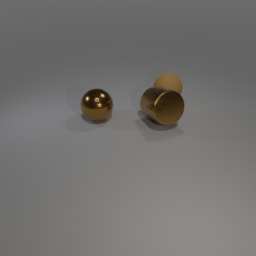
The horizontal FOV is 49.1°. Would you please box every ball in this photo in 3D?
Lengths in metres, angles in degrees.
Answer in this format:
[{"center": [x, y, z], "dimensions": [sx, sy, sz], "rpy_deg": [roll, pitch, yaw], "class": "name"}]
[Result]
[{"center": [1.934, -1.962, 13.566], "dimensions": [1.400, 1.400, 1.400], "rpy_deg": [0, 31, 0], "class": "ball"}, {"center": [-1.323, -0.983, 11.961], "dimensions": [1.400, 1.400, 1.400], "rpy_deg": [0, 31, 0], "class": "ball"}]

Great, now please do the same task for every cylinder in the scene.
[{"center": [1.394, -0.945, 11.599], "dimensions": [1.400, 1.400, 1.400], "rpy_deg": [-11, 19, -18], "class": "cylinder"}]
